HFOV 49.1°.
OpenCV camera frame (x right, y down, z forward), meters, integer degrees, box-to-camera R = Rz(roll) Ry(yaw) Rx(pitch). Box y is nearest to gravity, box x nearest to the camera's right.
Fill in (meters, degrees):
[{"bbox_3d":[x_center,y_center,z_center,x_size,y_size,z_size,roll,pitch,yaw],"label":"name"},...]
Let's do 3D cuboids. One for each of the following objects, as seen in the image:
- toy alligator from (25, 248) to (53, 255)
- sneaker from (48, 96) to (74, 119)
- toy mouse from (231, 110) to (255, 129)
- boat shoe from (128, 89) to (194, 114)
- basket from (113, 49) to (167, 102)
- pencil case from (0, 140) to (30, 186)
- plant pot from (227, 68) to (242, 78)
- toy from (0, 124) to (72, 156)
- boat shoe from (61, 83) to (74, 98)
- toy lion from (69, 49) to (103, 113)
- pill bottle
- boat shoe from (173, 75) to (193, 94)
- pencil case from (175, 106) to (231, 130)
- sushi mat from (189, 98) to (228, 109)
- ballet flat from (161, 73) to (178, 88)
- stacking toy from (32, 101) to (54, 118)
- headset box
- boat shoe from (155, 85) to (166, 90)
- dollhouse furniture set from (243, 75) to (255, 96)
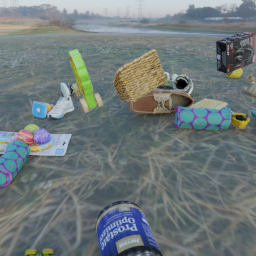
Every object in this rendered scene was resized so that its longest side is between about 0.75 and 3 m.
[{"bbox_3d":[-1.762,2.378,4.977,1.149,0.276,0.381,-1,56,-3],"label":"toy alligator"},{"bbox_3d":[-2.903,-0.923,11.941,0.632,0.730,1.685,8,26,15],"label":"sneaker"},{"bbox_3d":[5.053,-0.133,10.394,2.314,0.504,2.604,1,24,2],"label":"toy mouse"},{"bbox_3d":[1.443,-1.134,11.834,2.934,1.111,1.053,-11,17,-19],"label":"boat shoe"},{"bbox_3d":[0.264,-1.703,8.986,1.553,1.157,1.109,-34,25,-17],"label":"basket"},{"bbox_3d":[-3.296,0.942,7.783,0.705,0.649,1.526,13,23,-5],"label":"pencil case"},{"bbox_3d":[6.893,-3.601,17.942,0.679,0.957,0.957,21,23,-7],"label":"plant pot"},{"bbox_3d":[-3.394,0.287,9.271,2.777,0.656,1.599,-1,24,-2],"label":"toy"},{"bbox_3d":[-3.108,-2.040,14.555,0.587,0.652,1.844,-9,24,-16],"label":"boat shoe"},{"bbox_3d":[-1.381,-1.501,8.293,0.633,1.768,1.844,-22,36,-10],"label":"toy lion"},{"bbox_3d":[0.047,2.121,4.698,0.973,0.973,1.740,-6,24,-13],"label":"pill bottle"},{"bbox_3d":[2.768,-2.168,14.031,0.984,0.886,2.782,7,34,12],"label":"boat shoe"},{"bbox_3d":[2.786,-0.393,10.546,1.976,0.841,0.913,3,46,4],"label":"pencil case"},{"bbox_3d":[3.469,-0.913,12.609,1.167,0.148,2.439,18,29,38],"label":"sushi mat"},{"bbox_3d":[2.385,-2.697,15.845,2.490,0.880,0.880,17,29,33],"label":"ballet flat"},{"bbox_3d":[-3.545,-0.857,12.085,0.669,0.633,1.153,14,16,12],"label":"stacking toy"},{"bbox_3d":[3.154,-2.192,8.048,1.187,0.884,0.459,-21,31,-15],"label":"headset box"},{"bbox_3d":[0.932,-2.221,14.828,2.220,0.780,0.781,6,22,10],"label":"boat shoe"},{"bbox_3d":[6.817,-2.033,14.572,0.781,0.914,1.764,32,12,-28],"label":"dollhouse furniture set"}]
